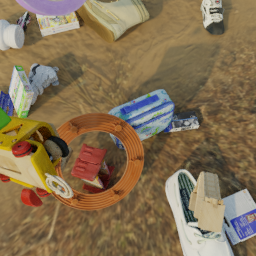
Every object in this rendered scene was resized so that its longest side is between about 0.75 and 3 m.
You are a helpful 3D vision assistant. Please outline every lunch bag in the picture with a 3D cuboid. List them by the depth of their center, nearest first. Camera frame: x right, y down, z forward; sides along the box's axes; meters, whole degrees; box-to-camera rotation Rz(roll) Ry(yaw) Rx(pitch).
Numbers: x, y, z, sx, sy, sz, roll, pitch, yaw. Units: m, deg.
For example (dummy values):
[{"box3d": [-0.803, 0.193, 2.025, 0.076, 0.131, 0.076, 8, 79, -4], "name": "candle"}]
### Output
[{"box3d": [0.348, -0.233, 7.694, 1.837, 1.477, 0.757, -24, 63, -14], "name": "lunch bag"}]

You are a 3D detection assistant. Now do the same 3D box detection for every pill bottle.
[{"box3d": [-4.538, -3.212, 9.610, 1.698, 1.015, 1.015, 6, 61, 3], "name": "pill bottle"}]

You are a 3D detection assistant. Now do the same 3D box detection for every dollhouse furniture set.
[{"box3d": [-1.537, 0.906, 7.319, 2.118, 1.140, 0.861, 14, 62, 15], "name": "dollhouse furniture set"}]

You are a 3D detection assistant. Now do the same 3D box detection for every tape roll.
[{"box3d": [-1.924, -3.796, 6.756, 2.050, 2.050, 0.871, -32, 32, -16], "name": "tape roll"}]

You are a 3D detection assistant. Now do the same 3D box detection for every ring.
[{"box3d": [-0.779, 0.883, 6.793, 2.537, 2.537, 0.243, -21, 19, -11], "name": "ring"}]

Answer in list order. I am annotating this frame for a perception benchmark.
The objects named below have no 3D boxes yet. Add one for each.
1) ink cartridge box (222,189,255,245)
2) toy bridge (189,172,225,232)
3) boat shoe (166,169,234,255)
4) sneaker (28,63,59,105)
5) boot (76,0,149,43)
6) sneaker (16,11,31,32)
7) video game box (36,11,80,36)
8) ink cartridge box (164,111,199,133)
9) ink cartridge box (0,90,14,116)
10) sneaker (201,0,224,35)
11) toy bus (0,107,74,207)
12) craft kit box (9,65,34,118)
[{"box3d": [2.791, 2.223, 7.056, 1.083, 0.254, 1.070, -20, 64, -9], "name": "ink cartridge box"}, {"box3d": [1.135, 0.991, 4.095, 0.276, 2.026, 0.681, 10, 81, 11], "name": "toy bridge"}, {"box3d": [1.654, 2.360, 6.546, 1.076, 0.977, 2.925, -22, 63, -12], "name": "boat shoe"}, {"box3d": [-2.695, -1.404, 8.860, 0.862, 0.564, 1.500, 2, 62, 1], "name": "sneaker"}, {"box3d": [-0.658, -4.423, 10.326, 1.961, 0.918, 2.523, -37, 68, -18], "name": "boot"}, {"box3d": [-3.939, -3.993, 10.415, 0.395, 0.368, 0.916, 6, 60, 4], "name": "sneaker"}, {"box3d": [-2.707, -4.241, 10.555, 1.415, 0.363, 1.553, -18, 63, -7], "name": "video game box"}, {"box3d": [1.554, -0.188, 8.405, 1.056, 0.207, 0.525, -9, 62, -4], "name": "ink cartridge box"}, {"box3d": [-4.216, -0.567, 8.567, 1.290, 0.303, 1.274, -6, 60, -1], "name": "ink cartridge box"}, {"box3d": [3.137, -4.288, 10.315, 0.709, 0.847, 1.914, -6, 63, -5], "name": "sneaker"}, {"box3d": [-1.580, 0.344, 4.600, 1.956, 1.846, 1.011, 41, 51, -2], "name": "toy bus"}, {"box3d": [-3.214, -1.068, 8.371, 0.276, 1.137, 1.123, -7, 57, -37], "name": "craft kit box"}]
